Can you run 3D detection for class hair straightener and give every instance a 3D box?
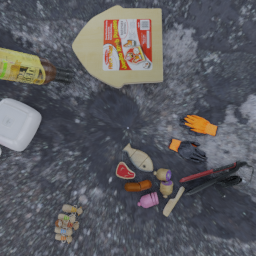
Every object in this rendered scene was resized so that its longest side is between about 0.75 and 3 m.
[{"bbox_3d":[2.812,1.648,8.568,2.343,0.479,0.901,-17,80,-8],"label":"hair straightener"}]

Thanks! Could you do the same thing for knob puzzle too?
[{"bbox_3d":[-0.349,-2.669,9.315,3.236,0.449,3.236,0,78,2],"label":"knob puzzle"}]

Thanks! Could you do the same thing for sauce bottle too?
[{"bbox_3d":[-2.854,-1.737,8.239,2.642,0.855,0.855,1,75,-43],"label":"sauce bottle"}]

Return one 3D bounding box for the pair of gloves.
[{"bbox_3d":[2.088,0.308,8.901,1.280,0.178,1.437,23,81,4],"label":"pair of gloves"}]

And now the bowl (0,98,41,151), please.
[{"bbox_3d":[-3.654,-0.156,8.805,1.476,0.552,1.479,25,79,4],"label":"bowl"}]

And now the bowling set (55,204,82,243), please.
[{"bbox_3d":[-1.766,2.843,8.135,0.610,0.791,1.137,12,83,1],"label":"bowling set"}]

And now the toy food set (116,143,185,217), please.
[{"bbox_3d":[0.543,1.632,8.551,2.271,0.358,1.444,34,81,6],"label":"toy food set"}]
